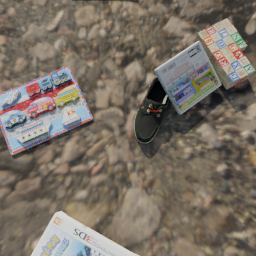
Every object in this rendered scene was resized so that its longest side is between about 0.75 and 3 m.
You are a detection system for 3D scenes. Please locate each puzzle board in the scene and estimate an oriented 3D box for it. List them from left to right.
[{"bbox_3d":[-2.246,-0.513,7.260,2.235,0.194,1.684,-25,75,-6],"label":"puzzle board"}]

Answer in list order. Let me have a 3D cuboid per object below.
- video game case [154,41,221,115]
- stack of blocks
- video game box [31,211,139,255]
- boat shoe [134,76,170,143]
[{"bbox_3d":[1.529,-1.256,7.030,1.424,0.157,1.296,-35,104,-13],"label":"video game case"},{"bbox_3d":[2.653,-1.989,7.516,0.956,0.486,1.661,-27,76,-7],"label":"stack of blocks"},{"bbox_3d":[-1.182,3.397,5.970,2.207,0.567,2.423,26,76,10],"label":"video game box"},{"bbox_3d":[0.629,-0.519,7.073,0.674,0.578,1.843,21,77,1],"label":"boat shoe"}]
